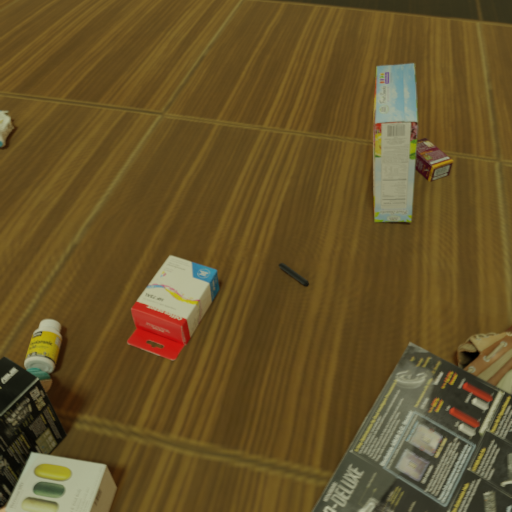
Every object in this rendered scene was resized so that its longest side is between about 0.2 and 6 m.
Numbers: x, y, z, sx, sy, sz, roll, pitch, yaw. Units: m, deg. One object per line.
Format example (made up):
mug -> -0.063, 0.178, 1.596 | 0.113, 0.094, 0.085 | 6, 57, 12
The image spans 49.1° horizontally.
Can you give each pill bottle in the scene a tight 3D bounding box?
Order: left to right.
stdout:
pill bottle -> -3.573, 1.525, 9.477 | 0.482, 0.482, 0.866 | -2, 46, -1

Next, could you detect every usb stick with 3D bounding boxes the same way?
usb stick -> 0.724, 0.361, 10.811 | 0.712, 0.197, 0.116 | 36, 80, 29

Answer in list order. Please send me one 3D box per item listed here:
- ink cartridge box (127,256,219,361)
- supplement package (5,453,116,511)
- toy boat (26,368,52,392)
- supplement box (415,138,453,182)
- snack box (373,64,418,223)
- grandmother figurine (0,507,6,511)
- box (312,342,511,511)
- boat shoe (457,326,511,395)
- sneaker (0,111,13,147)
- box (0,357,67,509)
ink cartridge box -> -1.492, 0.895, 10.002 | 1.020, 0.590, 1.755 | 16, 49, 16
supplement package -> -2.590, 3.276, 7.548 | 1.070, 0.806, 0.812 | 7, 46, 7
toy boat -> -3.962, 1.953, 8.800 | 1.281, 1.076, 0.595 | -7, 81, 22
supplement box -> 4.025, -2.269, 13.169 | 0.580, 0.450, 1.051 | -19, 49, -17
snack box -> 2.873, -2.307, 11.676 | 0.858, 2.536, 2.139 | 0, 46, 14
grandmother figurine -> -3.743, 3.709, 7.503 | 1.008, 0.305, 0.611 | -24, 42, -25
box -> 2.370, 2.992, 7.295 | 2.369, 0.748, 3.004 | 26, 68, 24
boat shoe -> 3.744, 1.650, 8.903 | 0.990, 1.044, 2.758 | 39, 55, 19
sneaker -> -6.416, -3.224, 14.048 | 0.560, 0.530, 1.386 | -17, 50, -14
box -> -3.526, 2.457, 7.756 | 0.707, 1.642, 1.344 | 24, 50, 21
